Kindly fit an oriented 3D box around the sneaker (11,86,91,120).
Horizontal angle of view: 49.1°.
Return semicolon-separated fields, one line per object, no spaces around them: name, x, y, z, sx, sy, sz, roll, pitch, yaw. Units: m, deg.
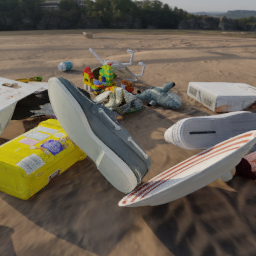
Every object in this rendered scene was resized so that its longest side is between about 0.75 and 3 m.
sneaker;-2.582;-0.840;9.097;2.908;1.168;1.255;2;6;-15

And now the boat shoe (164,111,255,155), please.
boat shoe;2.264;0.090;6.898;2.864;1.053;0.956;6;-4;-20

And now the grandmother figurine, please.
grandmother figurine;2.524;0.783;6.093;1.626;0.492;0.986;-11;28;-26

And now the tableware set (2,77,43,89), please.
tableware set;-5.411;-2.237;13.134;2.551;0.391;1.718;2;23;5

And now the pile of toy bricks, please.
pile of toy bricks;-0.828;-2.077;11.648;1.428;1.271;2.574;-16;28;-32

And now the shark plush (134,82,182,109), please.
shark plush;0.932;-1.149;10.318;2.131;0.968;0.888;12;56;14

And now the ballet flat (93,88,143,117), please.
ballet flat;-0.399;-0.815;9.182;0.988;0.988;2.748;17;29;34

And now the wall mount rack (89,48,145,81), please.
wall mount rack;-0.511;-2.915;12.755;2.207;0.947;2.540;6;-7;24

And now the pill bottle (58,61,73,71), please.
pill bottle;-3.566;-3.512;15.937;0.481;0.481;0.868;15;29;31

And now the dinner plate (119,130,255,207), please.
dinner plate;1.040;0.767;4.755;2.600;0.315;2.600;-27;-6;-3

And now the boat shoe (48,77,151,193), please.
boat shoe;-0.598;0.009;5.775;0.863;1.018;2.795;-34;80;-35

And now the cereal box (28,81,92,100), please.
cereal box;-2.641;-1.389;10.778;2.177;0.430;1.566;21;18;41

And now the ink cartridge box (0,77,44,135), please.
ink cartridge box;-4.102;-0.444;7.944;2.319;0.717;2.859;15;39;32

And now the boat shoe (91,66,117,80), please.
boat shoe;-1.170;-2.776;14.093;0.648;0.705;1.973;10;23;44

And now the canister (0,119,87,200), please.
canister;-1.939;0.587;6.102;1.458;0.850;1.963;12;28;25

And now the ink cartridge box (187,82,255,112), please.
ink cartridge box;3.937;-1.226;10.718;2.663;0.668;2.160;1;22;-16
